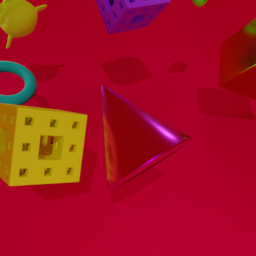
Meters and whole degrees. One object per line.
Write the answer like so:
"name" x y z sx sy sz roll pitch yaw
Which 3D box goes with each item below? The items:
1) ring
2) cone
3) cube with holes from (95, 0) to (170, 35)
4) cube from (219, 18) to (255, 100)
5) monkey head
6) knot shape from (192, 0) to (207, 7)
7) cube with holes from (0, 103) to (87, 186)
"ring" -3.430 -1.259 7.908 1.634 0.327 1.634 11 53 -14
"cone" -0.045 -0.067 4.721 1.617 1.617 1.623 -26 77 -25
"cube with holes" 0.042 -3.649 7.758 1.369 1.369 1.369 -20 89 -26
"cube" 3.431 -1.760 7.410 1.398 1.398 1.398 15 72 -19
"monkey head" -3.350 -3.282 8.459 1.811 1.091 1.303 -53 23 -11
"knot shape" 2.241 -3.906 7.585 0.515 1.043 1.115 47 58 -2
"cube with holes" -1.727 0.267 5.352 1.279 1.279 1.279 5 4 -39
